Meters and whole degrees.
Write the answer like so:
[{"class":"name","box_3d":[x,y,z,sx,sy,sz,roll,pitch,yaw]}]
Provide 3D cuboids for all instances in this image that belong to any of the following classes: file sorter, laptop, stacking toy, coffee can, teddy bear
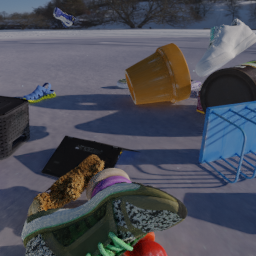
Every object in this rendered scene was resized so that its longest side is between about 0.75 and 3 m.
[{"class":"file sorter","box_3d":[3.093,0.304,6.811,2.166,1.503,1.329,-9,28,-20]},{"class":"laptop","box_3d":[-0.875,0.855,7.251,1.723,1.066,1.840,10,53,25]},{"class":"stacking toy","box_3d":[0.014,1.562,4.652,0.897,0.897,2.101,-10,29,-23]},{"class":"coffee can","box_3d":[4.107,-1.273,9.893,1.992,1.992,2.722,20,29,39]},{"class":"teddy bear","box_3d":[-1.148,1.210,5.379,0.576,1.251,1.725,51,42,4]}]

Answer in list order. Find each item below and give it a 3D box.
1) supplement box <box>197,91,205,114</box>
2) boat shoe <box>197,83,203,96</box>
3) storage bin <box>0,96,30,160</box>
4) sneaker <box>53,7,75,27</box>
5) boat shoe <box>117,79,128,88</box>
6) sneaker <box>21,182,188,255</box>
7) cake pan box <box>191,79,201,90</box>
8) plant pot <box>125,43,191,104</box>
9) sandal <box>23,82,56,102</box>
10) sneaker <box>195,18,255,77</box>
[{"class":"supplement box","box_3d":[3.028,-1.033,10.840,0.547,0.836,0.431,-15,26,-30]},{"class":"boat shoe","box_3d":[3.550,-1.865,13.200,0.494,0.570,1.338,6,23,15]},{"class":"storage bin","box_3d":[-4.335,-0.154,7.861,2.680,1.256,1.812,6,20,5]},{"class":"sneaker","box_3d":[-2.324,-4.179,10.562,0.558,0.391,0.967,5,-13,24]},{"class":"boat shoe","box_3d":[0.554,-2.483,14.511,2.286,0.709,0.823,-3,23,-8]},{"class":"sneaker","box_3d":[-0.409,1.618,3.715,2.660,1.023,1.179,-25,39,23]},{"class":"cake pan box","box_3d":[2.865,-2.238,14.402,1.400,0.366,1.289,-17,30,-35]},{"class":"plant pot","box_3d":[1.115,-2.034,11.675,2.203,2.406,2.406,-18,25,-5]},{"class":"sandal","box_3d":[-3.928,-1.579,12.382,0.632,0.693,1.591,16,29,30]},{"class":"sneaker","box_3d":[2.583,-2.347,7.944,2.445,1.082,0.920,-36,1,-27]}]
